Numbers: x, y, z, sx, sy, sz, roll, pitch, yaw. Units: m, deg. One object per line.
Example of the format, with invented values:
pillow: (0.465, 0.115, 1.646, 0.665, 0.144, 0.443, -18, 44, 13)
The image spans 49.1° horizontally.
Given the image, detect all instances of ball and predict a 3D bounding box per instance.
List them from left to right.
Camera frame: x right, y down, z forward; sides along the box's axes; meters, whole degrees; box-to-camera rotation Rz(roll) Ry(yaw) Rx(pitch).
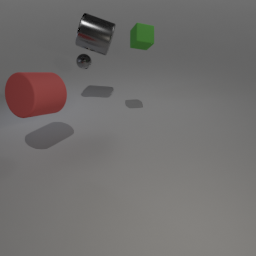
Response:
ball: (-2.023, -3.052, 12.868, 0.700, 0.700, 0.700, 0, 30, 0)

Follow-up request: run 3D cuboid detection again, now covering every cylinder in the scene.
cylinder: (-2.970, -1.102, 9.117, 1.400, 1.400, 1.400, 16, 17, 27)
cylinder: (-1.394, -4.018, 12.074, 1.400, 1.400, 1.400, 18, 29, -7)

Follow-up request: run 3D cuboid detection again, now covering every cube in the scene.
cube: (0.519, -3.387, 10.415, 0.700, 0.700, 0.700, 3, -7, -20)
